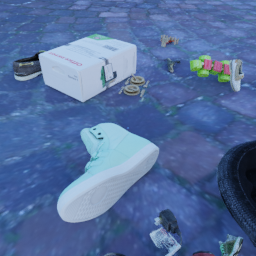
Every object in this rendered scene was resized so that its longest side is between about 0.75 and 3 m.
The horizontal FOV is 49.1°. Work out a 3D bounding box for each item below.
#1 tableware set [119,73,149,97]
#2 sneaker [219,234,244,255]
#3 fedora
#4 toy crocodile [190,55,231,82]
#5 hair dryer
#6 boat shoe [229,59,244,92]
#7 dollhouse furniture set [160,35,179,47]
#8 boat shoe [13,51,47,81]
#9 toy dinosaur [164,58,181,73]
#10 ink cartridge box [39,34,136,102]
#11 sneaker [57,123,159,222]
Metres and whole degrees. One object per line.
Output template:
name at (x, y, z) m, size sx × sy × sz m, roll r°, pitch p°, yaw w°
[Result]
tableware set at (0.227, -1.512, 9.629) m, size 0.817 × 0.248 × 1.236 m, roll 10°, pitch 38°, yaw 13°
sneaker at (1.699, 2.117, 4.837) m, size 0.334 × 0.290 × 0.754 m, roll 19°, pitch 33°, yaw 38°
fedora at (2.750, 1.457, 4.838) m, size 2.762 × 1.261 × 2.762 m, roll 0°, pitch 37°, yaw 0°
toy crocodile at (3.047, -2.054, 9.639) m, size 2.050 × 0.692 × 0.633 m, roll 9°, pitch -5°, yaw -14°
hair dryer at (0.693, 2.459, 4.291) m, size 1.646 × 0.587 × 2.162 m, roll -36°, pitch 43°, yaw -14°
boat shoe at (3.446, -1.640, 8.826) m, size 0.353 × 1.033 × 0.386 m, roll 2°, pitch 29°, yaw 40°
dollhouse furniture set at (1.834, -4.005, 12.935) m, size 0.782 × 0.403 × 0.773 m, roll 25°, pitch 32°, yaw 29°
boat shoe at (-3.281, -2.518, 10.598) m, size 0.813 × 0.686 × 2.280 m, roll 24°, pitch 43°, yaw 29°
toy dinosaur at (1.762, -2.563, 11.024) m, size 0.544 × 0.293 × 1.234 m, roll -7°, pitch 34°, yaw 2°
ink cartridge box at (-1.331, -2.215, 9.782) m, size 2.031 × 1.172 × 2.781 m, roll 26°, pitch 44°, yaw 30°
sneaker at (-0.728, 0.775, 5.933) m, size 1.614 × 1.007 × 2.737 m, roll 30°, pitch 36°, yaw 26°
